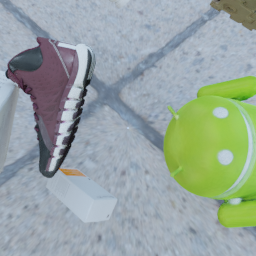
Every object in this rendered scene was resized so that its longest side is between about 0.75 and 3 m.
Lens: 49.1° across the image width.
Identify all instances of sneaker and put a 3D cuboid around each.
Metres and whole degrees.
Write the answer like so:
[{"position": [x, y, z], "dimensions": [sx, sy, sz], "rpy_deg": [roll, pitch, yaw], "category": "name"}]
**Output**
[{"position": [-1.244, -0.338, 4.002], "dimensions": [1.137, 0.745, 1.968], "rpy_deg": [18, 97, -3], "category": "sneaker"}]

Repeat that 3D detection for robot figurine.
[{"position": [1.557, 0.324, 4.058], "dimensions": [2.399, 1.388, 2.105], "rpy_deg": [9, 66, -27], "category": "robot figurine"}]

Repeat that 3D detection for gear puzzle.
[{"position": [2.636, -1.540, 4.225], "dimensions": [2.766, 1.433, 0.362], "rpy_deg": [31, 94, 0], "category": "gear puzzle"}]

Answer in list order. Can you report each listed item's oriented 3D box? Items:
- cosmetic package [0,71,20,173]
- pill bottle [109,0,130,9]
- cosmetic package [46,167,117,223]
[{"position": [-2.615, 0.174, 3.648], "dimensions": [1.751, 1.752, 2.124], "rpy_deg": [14, 25, -16], "category": "cosmetic package"}, {"position": [-0.346, -3.242, 6.414], "dimensions": [0.509, 0.509, 0.919], "rpy_deg": [-49, 116, -21], "category": "pill bottle"}, {"position": [-0.831, 1.126, 4.879], "dimensions": [1.190, 0.603, 0.424], "rpy_deg": [27, 97, 38], "category": "cosmetic package"}]
